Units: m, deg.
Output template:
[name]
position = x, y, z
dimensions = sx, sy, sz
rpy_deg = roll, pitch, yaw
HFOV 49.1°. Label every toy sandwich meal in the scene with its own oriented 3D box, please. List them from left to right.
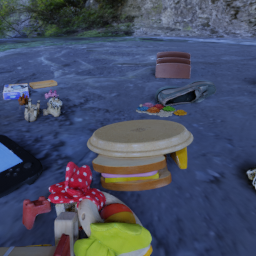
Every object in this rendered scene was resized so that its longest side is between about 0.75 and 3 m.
[toy sandwich meal]
position = 0.299, 0.514, 6.638
dimensions = 2.762, 0.946, 2.762
rpy_deg = -4, 14, 1

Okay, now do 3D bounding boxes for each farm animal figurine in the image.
[farm animal figurine]
position = -3.034, -0.711, 9.914
dimensions = 1.486, 0.747, 1.200
rpy_deg = -13, 44, -36

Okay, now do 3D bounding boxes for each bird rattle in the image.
[bird rattle]
position = -0.382, 1.380, 4.147
dimensions = 1.487, 1.028, 1.824
rpy_deg = 32, 5, -41

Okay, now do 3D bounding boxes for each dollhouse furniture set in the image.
[dollhouse furniture set]
position = -1.291, 1.709, 3.927
dimensions = 1.224, 0.925, 2.274
rpy_deg = -1, 5, 0

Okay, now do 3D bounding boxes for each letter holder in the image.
[letter holder]
position = 2.587, -3.617, 16.013
dimensions = 1.963, 1.395, 0.987
rpy_deg = 3, 22, 6

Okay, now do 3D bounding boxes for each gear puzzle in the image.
[gear puzzle]
position = 1.259, -0.686, 10.330
dimensions = 1.853, 0.243, 0.960
rpy_deg = 12, 25, 27

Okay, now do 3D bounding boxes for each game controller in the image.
[game controller]
position = -3.020, 0.778, 6.356
dimensions = 1.324, 0.534, 2.538
rpy_deg = -19, 28, -40

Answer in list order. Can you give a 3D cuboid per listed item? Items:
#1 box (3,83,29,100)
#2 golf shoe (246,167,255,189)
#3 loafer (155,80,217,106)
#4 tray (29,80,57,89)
[box]
position = -4.997, -1.637, 12.547
dimensions = 1.029, 0.359, 1.729
rpy_deg = -8, 21, -18
[golf shoe]
position = 2.855, 1.236, 5.347
dimensions = 0.753, 0.660, 1.710
rpy_deg = -18, 18, 16
[loafer]
position = 2.401, -1.265, 11.162
dimensions = 2.550, 0.916, 0.802
rpy_deg = -10, 39, -10
[tray]
position = -4.252, -2.190, 14.073
dimensions = 1.225, 0.227, 0.604
rpy_deg = -16, 27, -32
